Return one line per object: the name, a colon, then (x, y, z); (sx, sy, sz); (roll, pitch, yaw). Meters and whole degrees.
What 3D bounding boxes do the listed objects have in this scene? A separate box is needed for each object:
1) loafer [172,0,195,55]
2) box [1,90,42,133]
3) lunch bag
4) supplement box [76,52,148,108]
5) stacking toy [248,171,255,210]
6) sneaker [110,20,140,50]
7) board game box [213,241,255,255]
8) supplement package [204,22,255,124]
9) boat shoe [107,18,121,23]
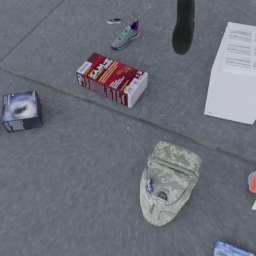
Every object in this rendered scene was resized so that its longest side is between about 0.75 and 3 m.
loafer: (1.952, -3.418, 9.320); (0.701, 1.921, 0.685); (16, 26, 24)
box: (-4.341, -0.695, 11.521); (1.400, 0.870, 1.411); (-10, 58, -8)
lunch bag: (1.208, 1.889, 8.913); (1.670, 2.397, 2.010); (20, 58, 12)
supplement box: (-0.708, -2.184, 12.493); (2.827, 0.861, 1.539); (25, 60, 17)
stacking toy: (5.029, 2.282, 9.914); (1.601, 0.676, 1.450); (9, 83, 10)
sneaker: (-0.182, -4.754, 14.185); (0.719, 0.846, 1.933); (37, 63, 21)
board game box: (3.250, 4.383, 8.520); (1.384, 0.300, 1.377); (18, 60, 12)
supplement package: (4.568, -2.178, 11.389); (2.060, 2.678, 2.801); (13, 58, 9)
boat shoe: (-0.748, -5.877, 15.278); (0.758, 0.251, 0.265); (3, 57, 2)
